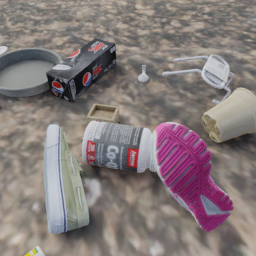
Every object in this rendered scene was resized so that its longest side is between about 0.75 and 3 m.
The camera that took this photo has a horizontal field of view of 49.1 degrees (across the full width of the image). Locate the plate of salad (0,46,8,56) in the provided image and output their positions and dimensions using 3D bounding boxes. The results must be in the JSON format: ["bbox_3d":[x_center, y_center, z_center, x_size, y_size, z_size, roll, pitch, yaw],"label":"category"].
[{"bbox_3d":[-5.835,-3.036,11.378,1.830,0.440,1.830,-9,34,6],"label":"plate of salad"}]

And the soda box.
[{"bbox_3d":[-1.633,-2.247,10.463,1.045,0.936,2.955,23,49,21],"label":"soda box"}]

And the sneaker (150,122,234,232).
[{"bbox_3d":[1.205,1.017,6.221,1.156,2.840,1.253,-35,27,-9],"label":"sneaker"}]

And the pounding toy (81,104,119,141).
[{"bbox_3d":[-0.859,-0.143,8.629,0.973,0.751,1.057,8,35,7],"label":"pounding toy"}]

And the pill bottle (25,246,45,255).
[{"bbox_3d":[-2.075,2.864,5.695,0.834,0.471,0.471,-32,53,-28],"label":"pill bottle"}]

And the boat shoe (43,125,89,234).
[{"bbox_3d":[-1.626,1.193,7.135,0.929,1.079,2.997,2,51,-22],"label":"boat shoe"}]

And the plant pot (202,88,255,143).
[{"bbox_3d":[3.017,-0.257,8.309,1.332,1.455,1.455,-25,49,-8],"label":"plant pot"}]

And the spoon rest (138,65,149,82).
[{"bbox_3d":[0.607,-2.063,10.825,0.397,0.242,0.800,3,58,5],"label":"spoon rest"}]

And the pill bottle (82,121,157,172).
[{"bbox_3d":[-0.044,0.529,7.497,2.119,1.207,1.207,8,46,9],"label":"pill bottle"}]

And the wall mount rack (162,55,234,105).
[{"bbox_3d":[2.499,-1.861,9.582,2.197,0.943,2.529,33,38,4],"label":"wall mount rack"}]

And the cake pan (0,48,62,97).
[{"bbox_3d":[-3.869,-2.125,10.634,2.820,0.517,2.820,0,45,0],"label":"cake pan"}]
